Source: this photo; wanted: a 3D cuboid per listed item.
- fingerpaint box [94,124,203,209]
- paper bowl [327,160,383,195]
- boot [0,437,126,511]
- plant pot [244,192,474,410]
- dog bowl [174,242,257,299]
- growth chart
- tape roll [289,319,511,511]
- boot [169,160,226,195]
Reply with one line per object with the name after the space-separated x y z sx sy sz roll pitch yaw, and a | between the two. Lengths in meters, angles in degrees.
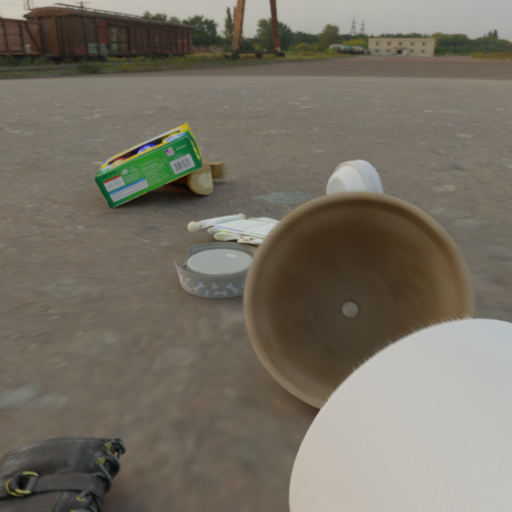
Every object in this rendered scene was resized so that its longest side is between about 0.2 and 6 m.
-2.131 -1.871 11.299 1.978 0.725 1.650 -23 22 3 | fingerpaint box
1.633 -1.070 9.675 0.575 1.106 1.106 -12 25 -23 | paper bowl
-1.091 1.661 3.442 1.758 0.609 1.531 -1 22 4 | boot
0.930 0.470 5.334 2.005 2.005 0.925 3 -12 8 | plant pot
-0.473 0.188 7.507 1.234 0.362 1.234 1 22 0 | dog bowl
0.244 -0.316 8.577 2.589 0.230 1.873 15 16 32 | growth chart
1.178 1.351 2.627 1.792 1.792 1.230 -7 23 -17 | tape roll
-1.574 -1.683 12.011 1.392 0.684 1.944 0 18 16 | boot
